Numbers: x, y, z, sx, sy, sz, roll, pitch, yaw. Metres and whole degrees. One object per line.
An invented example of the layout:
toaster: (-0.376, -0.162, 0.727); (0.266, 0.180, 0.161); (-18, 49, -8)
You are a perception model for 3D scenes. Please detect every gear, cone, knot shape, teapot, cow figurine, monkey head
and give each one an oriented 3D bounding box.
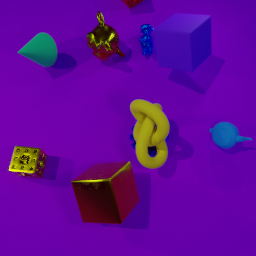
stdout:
gear: (0.627, 0.286, 8.300); (1.138, 0.210, 1.138); (0, 69, 1)
cone: (-2.882, -2.304, 8.407); (1.044, 1.044, 1.048); (38, 32, 14)
knot shape: (0.555, -0.031, 7.210); (0.865, 1.752, 1.872); (-7, 54, 1)
teapot: (2.833, 0.198, 7.917); (0.598, 0.759, 1.221); (-12, 22, -40)
cow figurine: (0.646, -2.963, 9.380); (0.529, 0.963, 0.947); (-4, 29, 15)
monkey head: (-0.633, -2.732, 8.767); (1.007, 1.671, 1.202); (-45, 34, -18)

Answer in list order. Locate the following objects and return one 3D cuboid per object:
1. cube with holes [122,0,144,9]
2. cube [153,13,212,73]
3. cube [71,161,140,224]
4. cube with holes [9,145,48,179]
cube with holes: (0.118, -4.885, 9.840); (0.794, 0.794, 0.794); (-23, 79, 21)
cube: (1.614, -2.501, 8.149); (1.189, 1.189, 1.189); (21, 52, 36)
cube: (-0.519, 1.566, 6.912); (1.120, 1.120, 1.120); (-8, 102, 28)
cube with holes: (-2.743, 0.958, 7.776); (0.703, 0.703, 0.703); (6, 68, 2)
